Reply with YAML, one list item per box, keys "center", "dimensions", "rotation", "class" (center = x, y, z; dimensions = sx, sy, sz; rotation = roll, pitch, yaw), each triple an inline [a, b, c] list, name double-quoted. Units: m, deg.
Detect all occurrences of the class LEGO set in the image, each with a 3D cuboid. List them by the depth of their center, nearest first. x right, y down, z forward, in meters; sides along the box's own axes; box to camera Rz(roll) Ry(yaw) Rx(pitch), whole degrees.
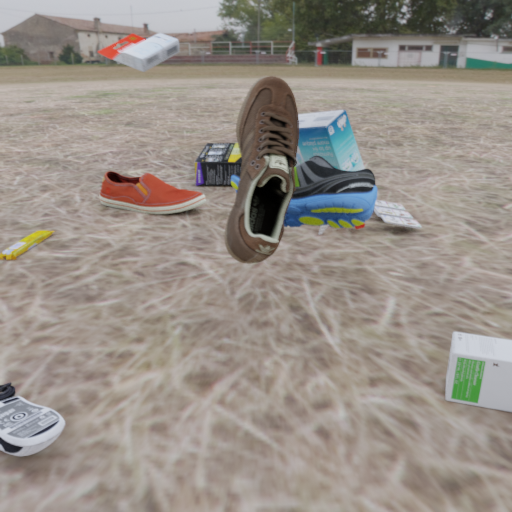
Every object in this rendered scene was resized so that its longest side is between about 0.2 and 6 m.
- center: [2.367, -0.981, 13.495]
  dimensions: [2.693, 0.661, 2.012]
  rotation: [9, 20, -4]
  class: "LEGO set"

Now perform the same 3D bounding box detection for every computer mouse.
- center: [-2.886, 1.932, 6.431]
  dimensions: [1.788, 0.392, 0.980]
  rotation: [10, 19, 36]
  class: "computer mouse"

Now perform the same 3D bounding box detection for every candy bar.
- center: [-4.855, -0.272, 11.925]
  dimensions: [0.405, 0.180, 1.624]
  rotation: [1, 23, 12]
  class: "candy bar"

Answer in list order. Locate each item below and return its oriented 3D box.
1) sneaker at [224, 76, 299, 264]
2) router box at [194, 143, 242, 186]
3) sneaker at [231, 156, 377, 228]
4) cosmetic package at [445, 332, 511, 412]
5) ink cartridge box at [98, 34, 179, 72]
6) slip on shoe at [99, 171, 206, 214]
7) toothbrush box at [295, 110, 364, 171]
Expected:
- center: [0.256, -1.244, 7.679]
  dimensions: [0.966, 2.742, 1.036]
  rotation: [10, -8, -23]
  class: "sneaker"
- center: [-0.584, -2.878, 17.402]
  dimensions: [2.271, 0.754, 2.889]
  rotation: [1, 23, 3]
  class: "router box"
- center: [0.773, -1.092, 9.266]
  dimensions: [2.575, 0.913, 1.067]
  rotation: [7, 58, 29]
  class: "sneaker"
- center: [3.138, 1.482, 6.987]
  dimensions: [1.402, 0.754, 0.595]
  rotation: [6, 23, 18]
  class: "cosmetic package"
- center: [-2.286, -4.049, 10.818]
  dimensions: [1.267, 0.299, 1.014]
  rotation: [29, 53, 22]
  class: "ink cartridge box"
- center: [-2.689, -1.636, 14.283]
  dimensions: [2.925, 0.895, 1.083]
  rotation: [9, 23, 17]
  class: "slip on shoe"
- center: [1.308, -1.855, 10.666]
  dimensions: [1.190, 1.626, 0.693]
  rotation: [10, 45, 45]
  class: "toothbrush box"
